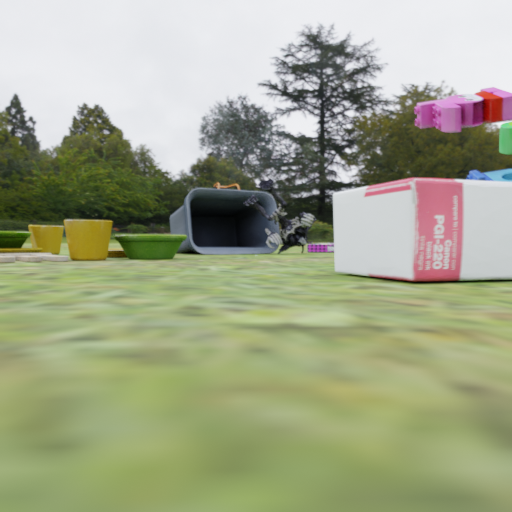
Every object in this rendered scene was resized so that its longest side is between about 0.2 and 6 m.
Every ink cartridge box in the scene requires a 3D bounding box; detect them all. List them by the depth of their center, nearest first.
[{"bbox_3d":[1.298,-0.147,3.515,1.361,0.577,0.991,-2,2,-17],"label":"ink cartridge box"}]

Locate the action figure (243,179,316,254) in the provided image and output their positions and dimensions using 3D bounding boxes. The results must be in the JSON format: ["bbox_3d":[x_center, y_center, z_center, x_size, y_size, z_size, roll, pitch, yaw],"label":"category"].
[{"bbox_3d":[0.477,-0.514,9.225,1.504,0.894,0.767,45,10,-26],"label":"action figure"}]

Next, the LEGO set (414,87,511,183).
[{"bbox_3d":[2.763,-0.826,6.679,1.665,1.548,4.057,-8,24,4],"label":"LEGO set"}]

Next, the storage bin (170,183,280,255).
[{"bbox_3d":[-0.662,-0.557,9.750,1.740,1.266,1.169,-1,-8,-34],"label":"storage bin"}]

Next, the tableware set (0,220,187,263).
[{"bbox_3d":[-2.654,-0.247,7.673,2.471,0.563,3.668,-1,1,-36],"label":"tableware set"}]

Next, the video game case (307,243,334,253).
[{"bbox_3d":[1.625,-0.153,10.928,1.031,0.185,0.935,1,2,23],"label":"video game case"}]
